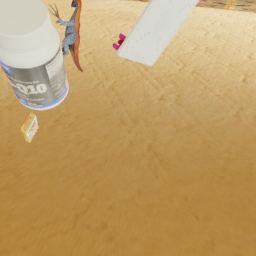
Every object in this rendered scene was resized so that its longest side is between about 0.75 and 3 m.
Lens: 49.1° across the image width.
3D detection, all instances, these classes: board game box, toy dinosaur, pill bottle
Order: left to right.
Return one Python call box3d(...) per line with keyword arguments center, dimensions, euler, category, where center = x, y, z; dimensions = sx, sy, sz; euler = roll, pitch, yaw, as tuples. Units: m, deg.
box3d(center=(-1.821, 0.001, 5.221), dimensions=(0.115, 0.768, 0.367), euler=(24, 68, -1), category="board game box")
box3d(center=(-2.057, -1.498, 6.008), dimensions=(1.316, 2.313, 1.316), euler=(2, 62, -3), category="pill bottle")
box3d(center=(-1.576, -2.801, 8.025), dimensions=(1.754, 1.592, 0.921), euler=(35, 10, -22), category="toy dinosaur")
box3d(center=(0.998, -3.358, 8.615), dimensions=(0.379, 2.927, 2.927), euler=(42, 21, 14), category="board game box")
